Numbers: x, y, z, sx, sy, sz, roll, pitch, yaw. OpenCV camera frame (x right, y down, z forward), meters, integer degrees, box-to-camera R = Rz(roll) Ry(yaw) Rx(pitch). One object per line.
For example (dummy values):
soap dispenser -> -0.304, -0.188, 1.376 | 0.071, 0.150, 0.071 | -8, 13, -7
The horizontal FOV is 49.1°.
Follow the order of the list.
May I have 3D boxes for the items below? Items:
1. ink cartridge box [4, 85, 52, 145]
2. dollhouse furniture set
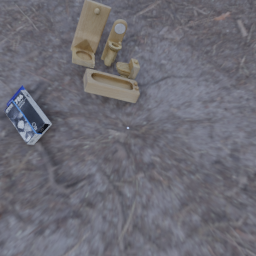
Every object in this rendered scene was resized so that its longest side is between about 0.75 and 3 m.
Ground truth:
ink cartridge box -> -2.576, -0.366, 6.966 | 0.739, 0.292, 1.487 | -47, 68, 12
dollhouse furniture set -> -0.423, -1.922, 7.066 | 1.724, 1.477, 1.813 | 11, 42, -21
